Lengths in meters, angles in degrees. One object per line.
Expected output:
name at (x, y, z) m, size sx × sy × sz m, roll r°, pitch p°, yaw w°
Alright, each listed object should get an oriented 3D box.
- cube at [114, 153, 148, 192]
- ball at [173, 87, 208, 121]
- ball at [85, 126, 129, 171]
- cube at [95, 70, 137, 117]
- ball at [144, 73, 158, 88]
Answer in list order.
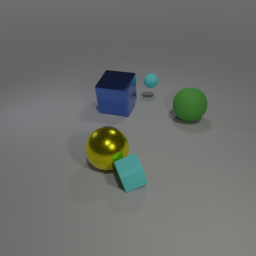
cube at (0.085, 1.309, 8.211) m, size 0.700 × 0.700 × 0.700 m, roll -22°, pitch 37°, yaw -5°
ball at (2.548, -0.969, 11.527) m, size 1.400 × 1.400 × 1.400 m, roll 0°, pitch 31°, yaw 0°
ball at (-0.655, 0.642, 8.882) m, size 1.400 × 1.400 × 1.400 m, roll 0°, pitch 31°, yaw 0°
cube at (-0.482, -1.537, 12.282) m, size 1.400 × 1.400 × 1.400 m, roll 9°, pitch 44°, yaw 14°
ball at (1.089, -2.238, 13.283) m, size 0.700 × 0.700 × 0.700 m, roll 0°, pitch 31°, yaw 0°
